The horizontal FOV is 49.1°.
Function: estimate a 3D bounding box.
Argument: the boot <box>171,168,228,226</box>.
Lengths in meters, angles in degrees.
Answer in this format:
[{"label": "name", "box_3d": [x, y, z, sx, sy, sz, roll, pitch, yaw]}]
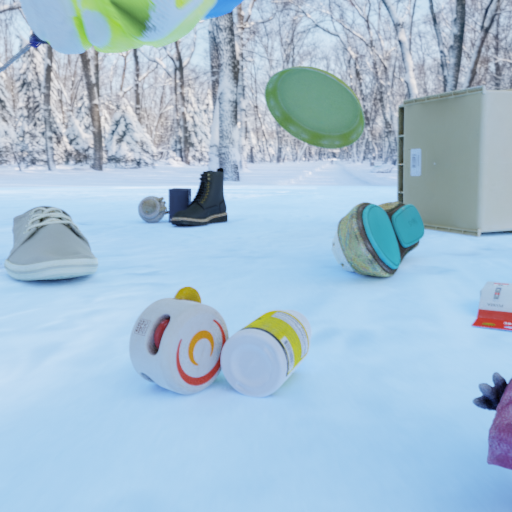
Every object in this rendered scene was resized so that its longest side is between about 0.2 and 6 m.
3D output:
[{"label": "boot", "box_3d": [-1.421, -1.463, 13.806, 0.778, 1.390, 2.009, 4, 10, 24]}]

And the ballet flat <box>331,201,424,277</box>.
[{"label": "ballet flat", "box_3d": [1.550, -0.200, 7.597, 1.024, 1.024, 2.897, 4, 10, 26]}]

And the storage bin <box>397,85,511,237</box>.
[{"label": "storage bin", "box_3d": [4.506, -2.066, 12.496, 1.413, 3.015, 2.993, -6, 10, -21]}]

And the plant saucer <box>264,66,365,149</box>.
[{"label": "plant saucer", "box_3d": [1.169, -2.921, 10.898, 2.087, 0.324, 2.087, 23, -25, 11]}]

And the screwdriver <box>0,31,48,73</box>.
[{"label": "screwdriver", "box_3d": [-3.361, -3.056, 8.225, 2.339, 0.326, 0.340, -9, 33, 45]}]

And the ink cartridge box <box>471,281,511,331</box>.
[{"label": "ink cartridge box", "box_3d": [2.453, 0.457, 5.053, 0.862, 0.266, 1.062, 4, 7, 29]}]

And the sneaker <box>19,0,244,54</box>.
[{"label": "sneaker", "box_3d": [-1.375, -3.048, 6.392, 1.806, 1.302, 3.439, -29, 41, -34]}]

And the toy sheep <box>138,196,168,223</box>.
[{"label": "toy sheep", "box_3d": [-2.637, -1.176, 14.270, 0.774, 0.774, 1.123, 0, -11, -2]}]

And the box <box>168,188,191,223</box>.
[{"label": "box", "box_3d": [-1.987, -1.324, 14.634, 0.515, 0.863, 0.878, 1, 9, 0]}]

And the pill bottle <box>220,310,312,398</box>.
[{"label": "pill bottle", "box_3d": [0.109, 0.589, 3.638, 0.423, 0.423, 0.760, 4, 9, 22]}]

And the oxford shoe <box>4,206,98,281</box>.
[{"label": "oxford shoe", "box_3d": [-2.808, -0.215, 7.564, 1.099, 0.844, 2.923, -1, 10, -24]}]

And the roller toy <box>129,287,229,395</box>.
[{"label": "roller toy", "box_3d": [-0.486, 0.540, 3.470, 0.421, 0.602, 0.549, 7, 24, 40]}]

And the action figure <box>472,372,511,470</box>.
[{"label": "action figure", "box_3d": [1.452, 0.849, 1.862, 0.924, 1.027, 1.379, -41, 43, -17]}]
